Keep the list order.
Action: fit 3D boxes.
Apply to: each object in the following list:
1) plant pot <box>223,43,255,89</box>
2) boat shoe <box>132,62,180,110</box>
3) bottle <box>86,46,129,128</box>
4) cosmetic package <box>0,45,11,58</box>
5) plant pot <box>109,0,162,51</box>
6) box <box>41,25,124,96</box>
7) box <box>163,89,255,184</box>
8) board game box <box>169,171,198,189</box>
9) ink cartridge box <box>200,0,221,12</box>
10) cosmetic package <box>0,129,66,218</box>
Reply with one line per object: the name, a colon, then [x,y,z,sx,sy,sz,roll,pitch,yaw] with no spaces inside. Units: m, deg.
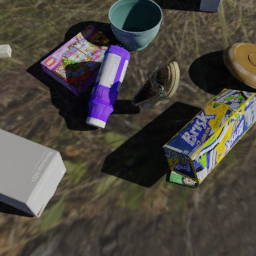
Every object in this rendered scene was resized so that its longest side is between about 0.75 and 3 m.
plant pot: [4.387,-2.191,9.544,2.330,0.320,2.330,8,52,-10]
boat shoe: [0.776,-1.123,8.068,0.679,2.166,0.794,0,65,-21]
bottle: [-0.667,-1.259,8.774,0.813,1.041,2.491,18,84,-9]
cosmetic package: [-4.767,-2.825,10.351,0.772,0.282,0.399,-3,61,-1]
plant pot: [0.255,-3.660,10.267,1.871,1.253,1.871,0,60,-1]
box: [-1.571,-2.483,10.025,1.717,0.491,2.509,35,66,18]
box: [2.389,0.116,7.852,2.979,0.958,1.044,-39,35,-24]
board game box: [1.620,1.437,8.048,0.810,0.095,0.424,14,64,8]
ink cartridge box: [3.536,-6.001,11.514,0.771,1.377,2.019,9,61,5]
cosmetic package: [-3.409,1.033,7.587,2.999,1.353,1.602,16,58,12]
